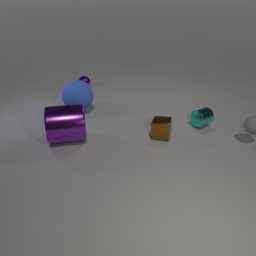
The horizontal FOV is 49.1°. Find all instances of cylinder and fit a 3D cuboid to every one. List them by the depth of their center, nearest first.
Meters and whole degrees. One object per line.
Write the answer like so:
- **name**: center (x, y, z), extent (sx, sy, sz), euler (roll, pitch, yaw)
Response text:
- **cylinder**: center (-2.319, -0.157, 10.441), extent (1.400, 1.400, 1.400), euler (-6, 29, -11)
- **cylinder**: center (3.055, -0.450, 11.553), extent (0.700, 0.700, 0.700), euler (-18, 33, -33)

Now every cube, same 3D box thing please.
- **cube**: center (1.304, -0.004, 10.829), extent (0.700, 0.700, 0.700), euler (4, 26, 16)

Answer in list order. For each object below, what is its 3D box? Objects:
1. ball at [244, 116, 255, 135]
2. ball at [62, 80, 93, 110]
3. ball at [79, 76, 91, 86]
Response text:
- **ball**: center (4.597, -0.103, 10.197), extent (0.700, 0.700, 0.700), euler (0, 28, 0)
- **ball**: center (-2.268, -1.449, 12.661), extent (1.400, 1.400, 1.400), euler (0, 28, 0)
- **ball**: center (-2.429, -2.545, 15.582), extent (0.700, 0.700, 0.700), euler (0, 28, 0)
